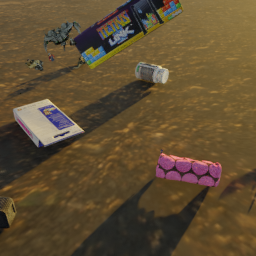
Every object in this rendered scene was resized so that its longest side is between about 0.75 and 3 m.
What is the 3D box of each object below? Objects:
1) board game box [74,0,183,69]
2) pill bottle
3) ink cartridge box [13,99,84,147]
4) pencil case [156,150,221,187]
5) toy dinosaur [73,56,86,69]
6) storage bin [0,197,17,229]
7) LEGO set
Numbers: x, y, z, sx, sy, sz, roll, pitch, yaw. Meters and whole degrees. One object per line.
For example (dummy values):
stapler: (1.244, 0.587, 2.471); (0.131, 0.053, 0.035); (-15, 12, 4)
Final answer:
board game box: (-0.061, -2.502, 6.586); (2.181, 0.748, 2.639); (-29, 22, 10)
pill bottle: (0.987, -2.268, 11.576); (1.250, 0.707, 0.707); (20, 38, 28)
ink cartridge box: (-2.454, -0.108, 8.488); (1.209, 0.473, 2.553); (-22, 37, -31)
pencil case: (1.432, 0.978, 6.690); (1.479, 0.671, 0.693); (11, -2, 13)
toy dinosaur: (-2.170, -3.075, 13.208); (0.590, 0.318, 1.340); (-10, 32, 12)
storage bin: (-2.726, 1.698, 5.628); (0.783, 0.529, 0.367); (2, 32, 3)
LEGO set: (-1.370, -1.612, 5.134); (0.875, 0.382, 1.348); (-1, 49, 29)
